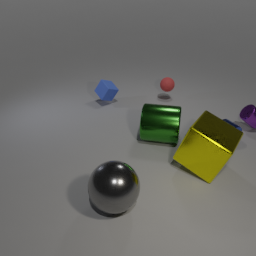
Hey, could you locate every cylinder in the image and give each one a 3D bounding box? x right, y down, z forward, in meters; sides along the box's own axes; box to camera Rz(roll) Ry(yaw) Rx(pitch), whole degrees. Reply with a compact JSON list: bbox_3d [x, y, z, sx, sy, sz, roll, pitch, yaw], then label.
[{"bbox_3d":[1.232,-0.170,10.466,1.400,1.400,1.400,6,31,10],"label":"cylinder"},{"bbox_3d":[3.844,0.102,10.705,0.700,0.700,0.700,-14,33,-22],"label":"cylinder"},{"bbox_3d":[4.907,-0.458,11.048,0.700,0.700,0.700,35,24,-20],"label":"cylinder"}]

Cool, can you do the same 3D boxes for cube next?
[{"bbox_3d":[-1.009,-1.771,13.187,0.700,0.700,0.700,-1,45,-50],"label":"cube"},{"bbox_3d":[2.525,0.562,8.860,1.400,1.400,1.400,34,40,16],"label":"cube"}]

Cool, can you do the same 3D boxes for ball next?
[{"bbox_3d":[-0.373,1.570,7.497,1.400,1.400,1.400,0,30,0],"label":"ball"},{"bbox_3d":[1.909,-2.106,13.584,0.700,0.700,0.700,0,30,0],"label":"ball"}]
